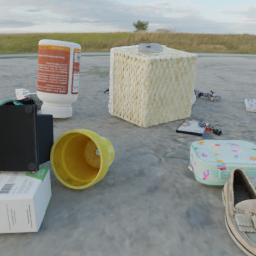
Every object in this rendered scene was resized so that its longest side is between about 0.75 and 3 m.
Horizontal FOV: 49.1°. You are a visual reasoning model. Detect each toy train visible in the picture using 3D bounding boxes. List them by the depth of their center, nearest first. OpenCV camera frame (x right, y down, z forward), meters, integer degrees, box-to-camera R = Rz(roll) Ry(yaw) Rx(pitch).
[{"bbox_3d":[2.942,0.013,10.191,0.233,0.174,1.019,-27,43,-32],"label":"toy train"}]

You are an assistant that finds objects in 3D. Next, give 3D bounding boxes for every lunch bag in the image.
[{"bbox_3d":[2.502,0.887,7.014,1.923,0.741,1.542,1,20,2],"label":"lunch bag"}]

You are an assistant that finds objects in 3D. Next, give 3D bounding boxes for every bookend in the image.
[{"bbox_3d":[-2.990,0.121,7.030,2.922,1.346,2.904,0,4,10],"label":"bookend"}]

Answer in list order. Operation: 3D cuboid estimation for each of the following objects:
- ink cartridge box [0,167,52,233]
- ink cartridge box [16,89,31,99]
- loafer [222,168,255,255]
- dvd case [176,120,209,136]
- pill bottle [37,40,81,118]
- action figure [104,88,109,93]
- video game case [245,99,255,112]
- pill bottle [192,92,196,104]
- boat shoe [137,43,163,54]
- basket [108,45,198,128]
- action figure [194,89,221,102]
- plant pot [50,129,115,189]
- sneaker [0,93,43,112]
[{"bbox_3d":[-2.559,1.378,5.501,1.814,0.762,1.314,-1,16,-3],"label":"ink cartridge box"},{"bbox_3d":[-5.205,-1.528,13.975,0.419,0.723,1.001,-15,24,-37],"label":"ink cartridge box"},{"bbox_3d":[2.241,1.503,5.339,0.775,0.678,2.157,2,19,6],"label":"loafer"},{"bbox_3d":[2.443,-0.015,10.563,0.952,0.117,1.334,9,21,23],"label":"dvd case"},{"bbox_3d":[-2.862,-1.992,11.509,1.673,2.983,1.673,6,11,-1],"label":"pill bottle"},{"bbox_3d":[-0.728,-2.199,16.458,1.281,0.670,1.239,-31,17,-3],"label":"action figure"},{"bbox_3d":[6.567,-1.037,13.358,1.778,0.215,1.951,7,19,18],"label":"video game case"},{"bbox_3d":[2.758,-1.684,14.040,0.978,0.978,1.755,-2,20,-7],"label":"pill bottle"},{"bbox_3d":[0.787,-2.827,10.100,0.978,0.352,0.321,-7,-9,-21],"label":"boat shoe"},{"bbox_3d":[1.001,-1.759,11.554,2.900,2.926,2.353,-14,29,-33],"label":"basket"},{"bbox_3d":[4.249,-1.750,14.974,1.519,0.527,0.989,14,18,27],"label":"action figure"},{"bbox_3d":[-0.975,0.684,6.905,1.371,1.371,1.290,7,6,19],"label":"plant pot"},{"bbox_3d":[-4.304,-0.817,11.317,2.585,1.081,1.561,-22,23,-30],"label":"sneaker"}]
